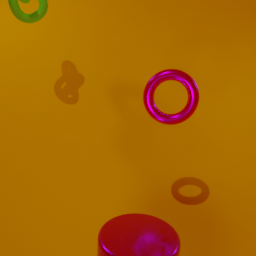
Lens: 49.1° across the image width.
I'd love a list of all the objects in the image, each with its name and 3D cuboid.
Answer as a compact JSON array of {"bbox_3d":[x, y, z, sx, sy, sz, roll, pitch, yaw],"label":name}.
[{"bbox_3d":[0.812,-0.582,5.313,1.060,0.212,1.060,1,101,6],"label":"ring"},{"bbox_3d":[-2.630,-3.330,6.969,0.695,1.407,1.504,-16,35,26],"label":"knot shape"},{"bbox_3d":[0.132,2.133,4.233,1.203,1.203,1.203,3,105,1],"label":"cylinder"}]
